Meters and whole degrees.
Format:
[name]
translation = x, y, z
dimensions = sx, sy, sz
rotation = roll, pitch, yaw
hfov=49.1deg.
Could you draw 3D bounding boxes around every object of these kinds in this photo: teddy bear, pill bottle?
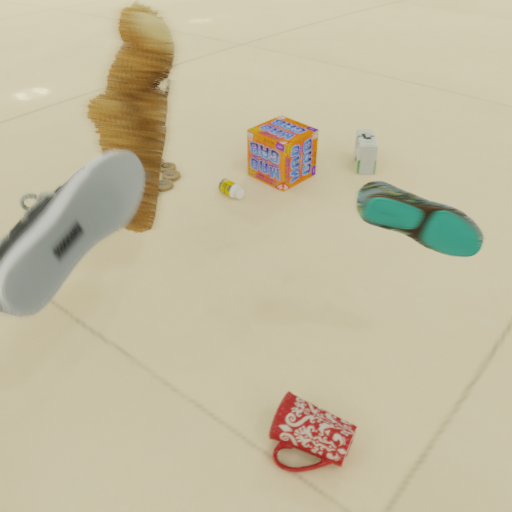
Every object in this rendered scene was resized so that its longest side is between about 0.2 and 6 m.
[teddy bear]
translation = -2.315, -2.494, 10.230
dimensions = 1.358, 4.068, 2.949
rotation = 9, 35, -7
[pill bottle]
translation = -0.607, -1.636, 13.736
dimensions = 0.641, 0.357, 0.357
rotation = 30, 46, 34

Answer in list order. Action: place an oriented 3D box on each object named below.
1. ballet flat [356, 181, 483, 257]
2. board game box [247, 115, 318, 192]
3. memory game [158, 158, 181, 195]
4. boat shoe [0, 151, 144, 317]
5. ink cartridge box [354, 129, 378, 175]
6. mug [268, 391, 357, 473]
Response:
[ballet flat]
translation = 2.304, -0.575, 7.930
dimensions = 1.973, 0.733, 0.733
rotation = 22, 33, -17
[board game box]
translation = 0.664, -2.635, 14.285
dimensions = 1.284, 1.285, 1.284
rotation = 30, 46, 34
[memory game]
translation = -3.199, -2.045, 14.448
dimensions = 2.450, 0.156, 2.450
rotation = 0, 37, 0
[boat shoe]
translation = -2.668, -0.424, 7.670
dimensions = 0.992, 1.072, 2.904
rotation = 10, 56, 31
[ink cartridge box]
translation = 2.897, -2.770, 14.870
dimensions = 0.466, 0.823, 1.123
rotation = 1, 36, 3
[mug]
translation = 0.785, 2.591, 7.963
dimensions = 1.097, 0.974, 0.732
rotation = 19, 5, 18
